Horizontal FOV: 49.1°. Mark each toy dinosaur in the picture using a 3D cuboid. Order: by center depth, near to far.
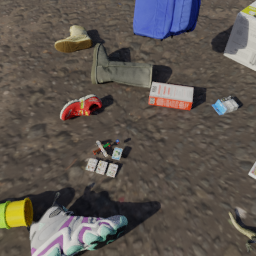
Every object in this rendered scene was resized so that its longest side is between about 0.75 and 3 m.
[{"bbox_3d":[3.688,3.209,7.756,2.112,0.501,0.931,26,40,20],"label":"toy dinosaur"}]

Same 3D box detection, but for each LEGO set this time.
[{"bbox_3d":[-0.752,0.978,9.738,1.026,0.337,1.374,13,63,9],"label":"LEGO set"}]

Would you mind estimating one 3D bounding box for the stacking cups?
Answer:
[{"bbox_3d":[-4.233,2.583,8.002,2.768,0.837,0.837,-6,52,-5],"label":"stacking cups"}]

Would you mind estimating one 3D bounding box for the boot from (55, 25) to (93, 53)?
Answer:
[{"bbox_3d":[-2.762,-4.395,13.701,1.790,0.652,1.391,-14,53,-13],"label":"boot"}]

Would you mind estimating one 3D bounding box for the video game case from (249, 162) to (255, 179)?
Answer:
[{"bbox_3d":[4.859,1.417,9.390,1.160,0.151,1.274,32,59,23],"label":"video game case"}]

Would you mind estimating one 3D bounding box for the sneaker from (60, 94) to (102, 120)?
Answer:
[{"bbox_3d":[-1.775,-0.726,10.796,1.733,0.667,0.736,-30,62,-22],"label":"sneaker"}]

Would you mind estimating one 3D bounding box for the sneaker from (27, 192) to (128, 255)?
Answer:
[{"bbox_3d":[-1.526,2.569,7.887,2.706,1.052,1.893,-20,55,-16],"label":"sneaker"}]

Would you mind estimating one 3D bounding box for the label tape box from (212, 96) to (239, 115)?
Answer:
[{"bbox_3d":[3.867,-0.900,11.160,0.826,0.273,0.591,-16,53,-14],"label":"label tape box"}]

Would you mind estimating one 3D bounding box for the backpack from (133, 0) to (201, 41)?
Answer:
[{"bbox_3d":[1.480,-4.113,9.923,2.063,1.997,2.458,21,27,17],"label":"backpack"}]

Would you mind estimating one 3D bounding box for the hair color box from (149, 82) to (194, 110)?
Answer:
[{"bbox_3d":[1.742,-1.298,11.315,1.690,0.518,0.858,10,53,7],"label":"hair color box"}]

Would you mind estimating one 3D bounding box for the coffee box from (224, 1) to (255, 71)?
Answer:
[{"bbox_3d":[6.031,-4.136,12.532,2.118,2.142,2.138,-38,60,-26],"label":"coffee box"}]

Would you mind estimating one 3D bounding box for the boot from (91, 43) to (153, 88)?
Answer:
[{"bbox_3d":[-0.214,-2.743,12.213,2.571,0.933,2.338,-2,65,7],"label":"boot"}]
